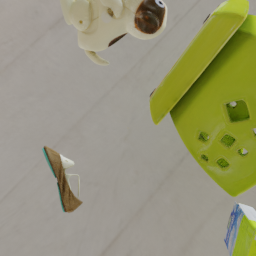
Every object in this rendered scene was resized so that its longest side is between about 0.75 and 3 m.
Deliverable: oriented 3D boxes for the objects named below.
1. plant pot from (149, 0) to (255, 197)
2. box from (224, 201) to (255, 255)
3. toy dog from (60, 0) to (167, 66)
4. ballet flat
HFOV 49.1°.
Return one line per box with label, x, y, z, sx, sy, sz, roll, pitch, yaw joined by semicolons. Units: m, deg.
plant pot;1.969;-0.772;5.059;2.302;2.537;2.524;37;37;1
box;2.186;2.057;5.204;0.372;1.562;0.952;15;95;9
toy dog;-0.142;-1.723;4.334;1.488;1.038;1.443;1;103;20
ballet flat;-1.261;0.969;5.625;0.514;0.482;1.422;-19;84;-15
